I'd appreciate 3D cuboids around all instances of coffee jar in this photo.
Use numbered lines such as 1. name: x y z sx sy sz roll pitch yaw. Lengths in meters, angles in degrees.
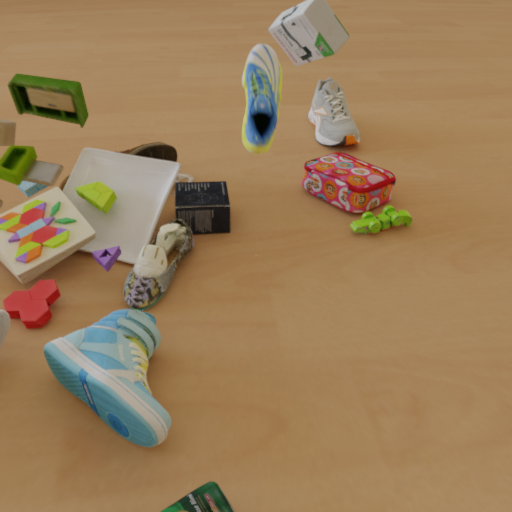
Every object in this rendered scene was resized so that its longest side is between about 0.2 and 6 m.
1. coffee jar: -0.915 2.959 5.632 1.497 0.639 0.781 -19 40 -25

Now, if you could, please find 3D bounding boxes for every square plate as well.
1. square plate: -2.811 -0.993 10.984 2.262 0.322 2.240 12 69 17

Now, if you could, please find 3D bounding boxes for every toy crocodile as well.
1. toy crocodile: 2.524 -0.674 11.283 1.315 0.406 0.444 -16 38 -15

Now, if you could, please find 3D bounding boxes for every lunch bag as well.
1. lunch bag: 2.115 -1.676 12.459 1.623 0.755 1.843 -22 40 -37

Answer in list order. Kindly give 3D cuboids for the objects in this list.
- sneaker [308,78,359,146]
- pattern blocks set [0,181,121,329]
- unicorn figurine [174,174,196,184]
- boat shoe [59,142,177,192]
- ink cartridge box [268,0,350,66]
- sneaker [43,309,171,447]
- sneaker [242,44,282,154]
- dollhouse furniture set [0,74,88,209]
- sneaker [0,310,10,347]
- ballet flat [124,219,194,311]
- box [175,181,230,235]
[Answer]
1. sneaker: 2.063 -3.968 15.248 1.100 1.337 2.906 -7 35 -9
2. pattern blocks set: -4.025 -0.420 10.283 3.675 0.298 3.231 25 55 31
3. unicorn figurine: -1.853 -1.728 12.789 0.974 0.360 0.669 13 25 28
4. boat shoe: -3.069 -1.960 12.565 0.959 1.015 2.821 27 42 33
5. ink cartridge box: 0.703 -3.057 7.677 0.398 0.703 0.959 -51 26 -12
6. sneaker: -1.645 1.461 7.609 2.335 0.929 1.524 27 44 33
7. sneaker: 0.182 -3.099 10.879 0.818 2.160 1.134 0 5 -9
8. dollhouse furniture set: -3.161 -1.271 7.338 0.984 1.274 2.550 11 54 4
9. sneaker: -4.706 1.443 7.584 1.316 0.938 2.654 20 43 19
10. ballet flat: -1.735 0.010 9.888 0.806 0.806 2.242 9 35 13
11. box: -1.098 -0.992 11.428 1.082 0.682 1.101 -4 34 -5
